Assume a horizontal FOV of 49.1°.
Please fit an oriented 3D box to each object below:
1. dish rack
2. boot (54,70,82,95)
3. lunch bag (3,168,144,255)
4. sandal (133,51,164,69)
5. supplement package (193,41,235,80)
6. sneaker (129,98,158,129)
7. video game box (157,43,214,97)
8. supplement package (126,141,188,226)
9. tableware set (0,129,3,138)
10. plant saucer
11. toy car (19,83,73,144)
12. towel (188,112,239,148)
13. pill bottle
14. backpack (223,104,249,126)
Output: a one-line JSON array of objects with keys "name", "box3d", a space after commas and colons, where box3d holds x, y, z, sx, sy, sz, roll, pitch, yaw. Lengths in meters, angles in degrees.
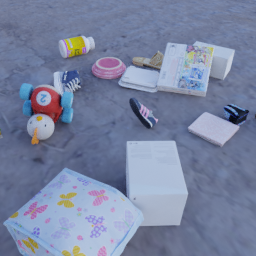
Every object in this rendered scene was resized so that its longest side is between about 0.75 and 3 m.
[{"name": "dish rack", "box3d": [0.657, -2.573, 14.239, 2.003, 0.436, 1.719, 14, 42, 8]}, {"name": "boot", "box3d": [-2.784, -2.008, 13.211, 1.219, 0.981, 2.698, -14, 41, -8]}, {"name": "lunch bag", "box3d": [-1.288, 2.622, 7.242, 2.731, 1.736, 2.316, 13, 39, 30]}, {"name": "sandal", "box3d": [1.510, -3.867, 15.530, 2.561, 0.843, 0.939, 8, 41, 10]}, {"name": "supplement package", "box3d": [4.344, -3.613, 14.911, 2.127, 1.248, 1.244, 22, 45, 24]}, {"name": "sneaker", "box3d": [0.642, -0.688, 11.570, 0.608, 0.520, 1.482, -34, 88, -31]}, {"name": "video game box", "box3d": [2.830, -2.901, 13.706, 2.332, 0.599, 2.559, 10, 70, 17]}, {"name": "supplement package", "box3d": [0.742, 1.635, 8.473, 1.561, 1.549, 2.056, 0, 40, -3]}, {"name": "tableware set", "box3d": [-5.537, 0.314, 11.138, 0.996, 0.153, 0.671, -22, 45, -23]}, {"name": "plant saucer", "box3d": [-1.028, -3.321, 15.174, 1.878, 0.476, 1.878, 0, 40, 0]}, {"name": "toy car", "box3d": [-3.313, -0.379, 10.850, 1.962, 1.882, 2.128, 11, 52, -4]}, {"name": "towel", "box3d": [3.471, 0.027, 11.402, 1.577, 0.254, 1.506, 30, 49, 30]}, {"name": "pill bottle", "box3d": [-3.004, -4.828, 16.526, 1.962, 1.023, 1.023, -20, 44, -22]}, {"name": "backpack", "box3d": [4.476, -0.584, 11.834, 0.833, 0.614, 0.912, -26, 47, -27]}]
